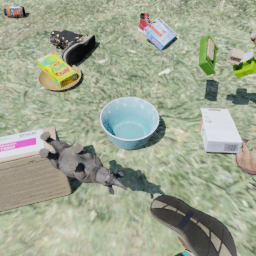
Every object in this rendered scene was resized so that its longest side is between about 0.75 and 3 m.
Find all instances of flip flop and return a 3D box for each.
[{"bbox_3d":[1.659,2.757,7.422,1.075,0.763,2.651,-38,44,-26],"label":"flip flop"}]

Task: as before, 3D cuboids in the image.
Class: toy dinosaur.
[{"bbox_3d":[3.977,1.168,8.732,0.878,1.386,2.045,13,10,-40],"label":"toy dinosaur"}]

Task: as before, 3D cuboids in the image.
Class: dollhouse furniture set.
[{"bbox_3d":[3.548,-2.448,8.106,2.893,1.446,1.117,-13,53,42],"label":"dollhouse furniture set"}]

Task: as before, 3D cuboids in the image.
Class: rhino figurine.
[{"bbox_3d":[-0.866,0.757,5.588,2.123,0.928,0.635,20,69,30],"label":"rhino figurine"}]

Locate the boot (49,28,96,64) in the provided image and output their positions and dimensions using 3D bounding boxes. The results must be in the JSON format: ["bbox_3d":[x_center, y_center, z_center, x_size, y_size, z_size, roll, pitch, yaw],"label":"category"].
[{"bbox_3d":[-2.786,-3.812,12.831,1.831,0.890,2.432,20,46,15],"label":"boot"}]

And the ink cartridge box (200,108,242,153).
[{"bbox_3d":[3.131,0.031,9.768,1.092,0.505,2.004,3,36,3],"label":"ink cartridge box"}]

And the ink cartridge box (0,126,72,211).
[{"bbox_3d":[-3.030,1.214,7.727,2.591,2.134,0.973,-11,46,-11],"label":"ink cartridge box"}]

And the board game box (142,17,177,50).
[{"bbox_3d":[1.543,-4.567,13.540,1.273,0.356,1.246,44,59,1],"label":"board game box"}]

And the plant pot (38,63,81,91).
[{"bbox_3d":[-2.865,-2.126,11.862,1.773,0.244,1.773,-1,49,1],"label":"plant pot"}]

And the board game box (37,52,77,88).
[{"bbox_3d":[-3.002,-2.485,11.841,0.831,0.390,1.636,-36,65,-26],"label":"board game box"}]

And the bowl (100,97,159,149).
[{"bbox_3d":[0.050,-0.043,9.556,1.953,1.022,1.953,0,50,0],"label":"bowl"}]

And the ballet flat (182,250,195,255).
[{"bbox_3d":[1.849,3.522,6.985,0.406,0.406,1.169,-28,56,-22],"label":"ballet flat"}]

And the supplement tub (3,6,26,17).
[{"bbox_3d":[-6.182,-6.322,15.244,1.054,0.564,0.564,-3,49,-1],"label":"supplement tub"}]

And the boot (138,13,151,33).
[{"bbox_3d":[1.100,-5.064,13.846,1.438,1.037,0.521,39,57,24],"label":"boot"}]
